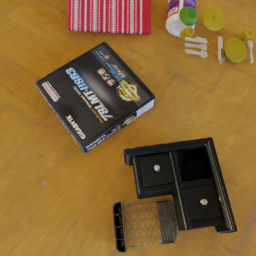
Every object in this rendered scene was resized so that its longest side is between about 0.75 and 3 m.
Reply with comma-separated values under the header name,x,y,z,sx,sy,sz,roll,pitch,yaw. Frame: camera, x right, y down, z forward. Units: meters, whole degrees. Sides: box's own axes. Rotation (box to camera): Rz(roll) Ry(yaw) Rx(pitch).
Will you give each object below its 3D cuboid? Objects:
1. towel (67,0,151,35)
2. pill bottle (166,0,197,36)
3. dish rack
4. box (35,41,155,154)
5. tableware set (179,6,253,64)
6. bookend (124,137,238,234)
name,x,y,z,sx,sy,sz,roll,pitch,yaw
towel,-0.598,-4.271,9.634,2.896,0.326,2.094,1,85,-7
pill bottle,1.849,-4.102,9.636,0.973,0.973,1.731,8,68,3
dish rack,0.457,2.444,7.156,1.604,0.437,1.230,-7,68,1
box,-0.994,-1.026,8.538,2.636,0.660,2.656,-34,71,-14
tableware set,2.904,-3.036,9.175,2.684,0.412,1.808,3,83,-16
bookend,1.187,1.613,7.182,2.343,1.079,2.328,-7,67,-2
